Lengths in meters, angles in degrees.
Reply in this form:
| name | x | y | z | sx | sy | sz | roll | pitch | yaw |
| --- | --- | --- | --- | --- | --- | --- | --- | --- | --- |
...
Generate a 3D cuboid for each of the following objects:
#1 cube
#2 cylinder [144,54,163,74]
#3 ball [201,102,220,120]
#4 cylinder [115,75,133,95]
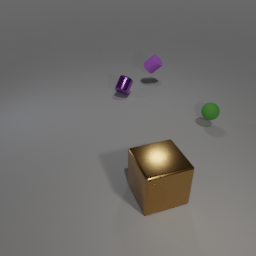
| name | x | y | z | sx | sy | sz | roll | pitch | yaw |
| --- | --- | --- | --- | --- | --- | --- | --- | --- | --- |
| cube | 0.876 | 1.380 | 8.057 | 1.400 | 1.400 | 1.400 | -11 | 35 | -16 |
| cylinder | 1.275 | -3.251 | 14.242 | 0.700 | 0.700 | 0.700 | -35 | 17 | 33 |
| ball | 3.263 | -0.660 | 11.081 | 0.700 | 0.700 | 0.700 | 0 | 34 | 0 |
| cylinder | -0.198 | -2.065 | 13.490 | 0.700 | 0.700 | 0.700 | 18 | 79 | 24 |
